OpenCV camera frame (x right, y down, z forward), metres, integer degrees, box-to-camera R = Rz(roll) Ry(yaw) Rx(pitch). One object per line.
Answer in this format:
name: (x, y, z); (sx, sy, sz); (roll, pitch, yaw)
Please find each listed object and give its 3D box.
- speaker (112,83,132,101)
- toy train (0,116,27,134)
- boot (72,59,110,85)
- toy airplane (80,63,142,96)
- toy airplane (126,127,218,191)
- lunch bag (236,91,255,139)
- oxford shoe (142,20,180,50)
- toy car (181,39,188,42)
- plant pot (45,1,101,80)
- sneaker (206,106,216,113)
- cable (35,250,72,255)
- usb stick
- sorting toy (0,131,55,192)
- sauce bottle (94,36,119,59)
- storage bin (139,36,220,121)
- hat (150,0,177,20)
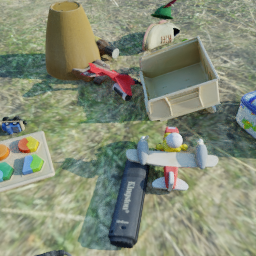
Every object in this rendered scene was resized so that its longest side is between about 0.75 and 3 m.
speaker: (-0.215, -1.372, 10.678); (0.356, 0.356, 0.878); (-25, 49, -25)
toy train: (-4.610, -0.034, 9.165); (2.526, 0.431, 0.578); (-4, 46, -3)
boot: (-1.450, -2.389, 11.452); (1.415, 0.497, 1.034); (25, 65, -7)
toy airplane: (-0.587, -1.995, 10.726); (2.442, 0.449, 2.442); (15, 25, -8)
toy airplane: (1.178, 0.751, 7.630); (1.905, 1.344, 1.896); (-28, 50, -28)
lunch bag: (5.233, -0.465, 9.095); (2.937, 1.211, 2.361); (-15, 42, -17)
oxford shoe: (1.642, -4.503, 13.619); (1.072, 1.028, 2.903); (23, 48, 20)
toy car: (2.567, -2.591, 11.476); (1.305, 1.253, 1.589); (10, 57, -47)
plant pot: (-2.374, -3.717, 11.586); (2.434, 2.612, 2.434); (1, 43, -1)
sneaker: (2.994, -0.977, 10.206); (0.584, 0.403, 1.050); (-25, 41, -14)
cable: (-2.083, 3.567, 5.186); (2.618, 0.665, 2.136); (-11, 49, -15)
usb stick: (0.079, 1.767, 7.201); (0.713, 0.419, 2.571); (7, 43, 7)
sorting toy: (-3.273, 0.895, 8.188); (1.884, 0.371, 2.036); (-16, 44, -16)
sauce bottle: (-1.396, -3.839, 13.088); (2.283, 0.739, 0.739); (33, 52, 31)
storage bin: (1.682, -1.724, 9.921); (2.471, 1.167, 2.489); (-17, 47, 10)
hat: (1.487, -4.879, 11.109); (1.076, 0.947, 0.891); (8, 14, -4)
